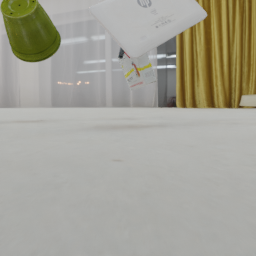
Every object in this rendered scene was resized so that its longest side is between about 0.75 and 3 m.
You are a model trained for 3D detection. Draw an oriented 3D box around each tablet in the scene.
[{"bbox_3d":[0.564,-2.850,6.889,2.643,1.720,0.181,-35,-12,-24],"label":"tablet"}]

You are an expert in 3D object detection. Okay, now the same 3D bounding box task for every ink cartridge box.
[{"bbox_3d":[0.391,-2.692,12.533,0.739,1.771,1.286,-26,9,-33],"label":"ink cartridge box"}]

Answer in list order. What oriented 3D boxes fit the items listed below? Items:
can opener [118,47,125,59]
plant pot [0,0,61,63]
[{"bbox_3d":[-0.128,-3.369,11.615,0.411,1.238,0.326,19,-33,-6],"label":"can opener"},{"bbox_3d":[-3.301,-3.408,9.227,1.780,1.780,1.714,0,-25,2],"label":"plant pot"}]
